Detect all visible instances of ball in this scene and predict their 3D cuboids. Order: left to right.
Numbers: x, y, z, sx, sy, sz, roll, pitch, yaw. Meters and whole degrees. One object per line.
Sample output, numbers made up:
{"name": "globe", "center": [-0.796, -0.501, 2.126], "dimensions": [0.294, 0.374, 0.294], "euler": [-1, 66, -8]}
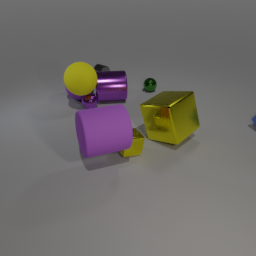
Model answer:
{"name": "ball", "center": [-2.268, -2.036, 13.239], "dimensions": [1.400, 1.400, 1.400], "euler": [0, 29, 0]}
{"name": "ball", "center": [-2.005, -2.079, 11.860], "dimensions": [1.400, 1.400, 1.400], "euler": [0, 29, 0]}
{"name": "ball", "center": [-1.704, -1.178, 12.461], "dimensions": [0.700, 0.700, 0.700], "euler": [0, 29, 0]}
{"name": "ball", "center": [1.127, -2.210, 14.282], "dimensions": [0.700, 0.700, 0.700], "euler": [0, 29, 0]}

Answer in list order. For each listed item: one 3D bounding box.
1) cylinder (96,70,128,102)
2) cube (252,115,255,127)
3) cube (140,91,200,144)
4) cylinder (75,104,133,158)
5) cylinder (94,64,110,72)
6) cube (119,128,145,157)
{"name": "cylinder", "center": [-0.803, -1.957, 13.100], "dimensions": [1.400, 1.400, 1.400], "euler": [-4, 30, -7]}
{"name": "cube", "center": [5.280, -0.275, 10.573], "dimensions": [0.700, 0.700, 0.700], "euler": [-12, 65, -15]}
{"name": "cube", "center": [1.502, -0.424, 9.964], "dimensions": [1.400, 1.400, 1.400], "euler": [-32, 26, -35]}
{"name": "cylinder", "center": [-0.747, 0.074, 8.372], "dimensions": [1.400, 1.400, 1.400], "euler": [-11, 31, -19]}
{"name": "cylinder", "center": [-1.520, -3.294, 16.190], "dimensions": [0.700, 0.700, 0.700], "euler": [26, 39, 38]}
{"name": "cube", "center": [0.059, 0.477, 9.427], "dimensions": [0.700, 0.700, 0.700], "euler": [-4, 28, -26]}
